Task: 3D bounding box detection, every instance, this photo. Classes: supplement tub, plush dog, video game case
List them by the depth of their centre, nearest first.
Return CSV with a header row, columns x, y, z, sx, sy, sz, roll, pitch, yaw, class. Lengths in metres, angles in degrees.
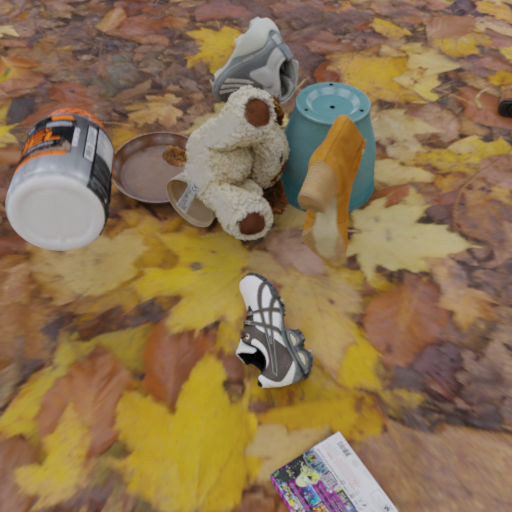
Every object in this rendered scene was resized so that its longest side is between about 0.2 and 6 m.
x,y,z,sx,sy,sz,roll,pitch,yaw,class
0.954,2.994,7.021,1.110,0.219,1.225,-25,52,-21,video game case
-2.791,-1.212,8.238,1.339,1.339,2.186,-6,40,-6,supplement tub
-0.223,-1.662,9.598,1.951,2.432,2.089,14,21,36,plush dog

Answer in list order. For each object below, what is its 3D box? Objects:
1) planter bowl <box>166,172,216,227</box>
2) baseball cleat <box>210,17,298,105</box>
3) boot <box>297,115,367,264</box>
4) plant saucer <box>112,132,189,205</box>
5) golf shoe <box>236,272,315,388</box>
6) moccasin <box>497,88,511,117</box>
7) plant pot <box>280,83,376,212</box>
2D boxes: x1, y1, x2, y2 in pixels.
x,y,z,sx,sy,sz,roll,pitch,yaw,class
-1.001,-1.152,10.183,1.059,1.059,0.713,28,56,23,planter bowl
-0.061,-3.183,10.309,0.915,2.623,1.396,-38,92,-17,baseball cleat
1.316,-0.983,8.812,0.780,2.217,1.587,19,67,25,boot
-1.900,-1.694,11.099,1.919,0.331,1.919,2,55,-2,plant saucer
0.043,1.073,8.405,0.948,0.780,2.006,-19,49,-16,golf shoe
6.510,-3.340,12.489,2.084,0.762,0.804,14,57,24,moccasin
1.347,-2.125,10.559,1.997,1.876,1.997,0,47,0,plant pot
